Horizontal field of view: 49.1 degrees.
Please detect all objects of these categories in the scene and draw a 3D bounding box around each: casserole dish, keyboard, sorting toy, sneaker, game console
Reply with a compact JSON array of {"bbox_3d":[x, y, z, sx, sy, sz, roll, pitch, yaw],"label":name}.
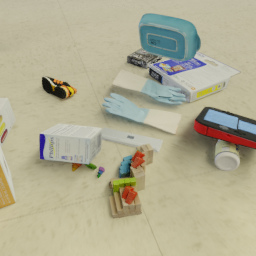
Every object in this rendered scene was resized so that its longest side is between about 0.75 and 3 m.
[{"bbox_3d":[1.414,-3.392,10.713,2.742,1.661,0.532,25,56,29],"label":"casserole dish"},{"bbox_3d":[0.060,0.372,9.352,2.136,0.114,0.601,12,35,15],"label":"keyboard"},{"bbox_3d":[-1.216,1.206,8.179,1.108,0.384,0.382,15,64,21],"label":"sorting toy"},{"bbox_3d":[-2.862,-1.702,11.628,1.721,0.602,0.774,30,32,31],"label":"sneaker"},{"bbox_3d":[3.430,-0.060,8.921,2.381,0.418,2.692,15,20,19],"label":"game console"}]

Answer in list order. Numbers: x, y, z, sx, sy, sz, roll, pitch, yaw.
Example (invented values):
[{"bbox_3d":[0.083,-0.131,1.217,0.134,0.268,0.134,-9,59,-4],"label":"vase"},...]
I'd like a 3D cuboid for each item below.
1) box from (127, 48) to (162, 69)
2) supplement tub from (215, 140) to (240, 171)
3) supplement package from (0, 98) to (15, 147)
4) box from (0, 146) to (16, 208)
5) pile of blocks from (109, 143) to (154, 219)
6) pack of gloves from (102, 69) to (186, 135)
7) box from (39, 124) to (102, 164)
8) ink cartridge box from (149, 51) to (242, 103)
[{"bbox_3d":[0.853,-3.532,13.981,1.188,0.375,1.506,24,44,27],"label":"box"},{"bbox_3d":[2.977,0.736,8.396,0.692,0.692,0.955,11,40,13],"label":"supplement tub"},{"bbox_3d":[-4.552,-0.087,9.163,0.980,1.018,1.789,-1,40,1],"label":"supplement package"},{"bbox_3d":[-4.344,1.355,6.878,2.587,1.609,1.261,-16,42,-20],"label":"box"},{"bbox_3d":[0.061,1.194,7.734,1.066,0.807,2.597,8,39,10],"label":"pile of blocks"},{"bbox_3d":[0.640,-0.938,10.673,2.947,0.581,2.476,19,48,9],"label":"pack of gloves"},{"bbox_3d":[-1.656,0.436,8.335,1.490,0.782,1.370,6,13,7],"label":"box"},{"bbox_3d":[2.875,-2.375,12.362,2.866,0.674,2.833,-19,41,-25],"label":"ink cartridge box"}]
